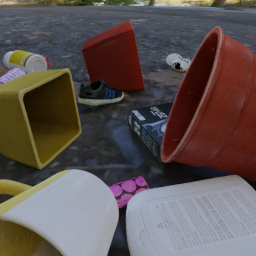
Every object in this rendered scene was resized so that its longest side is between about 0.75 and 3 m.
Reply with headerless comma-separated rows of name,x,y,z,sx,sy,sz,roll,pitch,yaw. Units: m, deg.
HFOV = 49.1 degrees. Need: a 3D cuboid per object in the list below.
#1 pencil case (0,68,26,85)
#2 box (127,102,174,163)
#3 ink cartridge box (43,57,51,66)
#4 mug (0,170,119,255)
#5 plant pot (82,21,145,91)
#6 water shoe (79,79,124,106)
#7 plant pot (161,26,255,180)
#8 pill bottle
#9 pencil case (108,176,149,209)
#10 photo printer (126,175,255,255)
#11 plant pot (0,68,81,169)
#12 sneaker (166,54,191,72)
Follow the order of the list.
pencil case,-4.526,-1.689,10.696,0.788,0.774,1.844,-34,20,20
box,1.193,-0.006,7.789,1.799,0.489,2.246,-10,30,-18
ink cartridge box,-4.367,-3.279,13.994,0.716,0.342,0.816,12,30,20
mug,-1.109,1.314,3.990,2.150,1.722,1.765,46,27,-1
plant pot,-0.624,-2.739,11.226,2.044,2.318,2.320,-12,29,3
water shoe,-0.813,-1.261,9.548,0.715,0.789,1.999,17,23,33
plant pot,2.443,-0.164,5.668,2.740,2.817,2.817,21,30,-2
pill bottle,-4.620,-2.852,12.436,1.940,1.080,1.080,20,34,30
pencil case,-0.136,1.309,5.343,1.205,0.547,0.565,-15,1,-25
photo printer,1.157,1.670,4.351,2.310,0.802,1.922,-7,30,-13
plant pot,-2.638,-0.356,7.118,1.968,1.911,1.924,5,28,21
sneaker,2.321,-3.120,13.468,0.709,0.658,1.750,-23,34,-21
